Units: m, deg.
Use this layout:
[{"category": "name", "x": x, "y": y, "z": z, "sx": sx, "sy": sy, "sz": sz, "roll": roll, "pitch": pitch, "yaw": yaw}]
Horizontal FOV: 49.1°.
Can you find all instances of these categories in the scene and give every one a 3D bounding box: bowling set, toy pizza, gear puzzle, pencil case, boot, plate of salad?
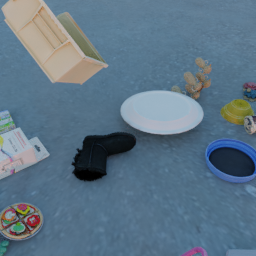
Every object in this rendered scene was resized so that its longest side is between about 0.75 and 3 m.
[{"category": "bowling set", "x": 2.864, "y": -1.739, "z": 11.331, "sx": 1.351, "sy": 1.942, "sz": 1.042, "roll": 14, "pitch": 34, "yaw": -40}, {"category": "toy pizza", "x": -2.674, "y": 2.279, "z": 6.999, "sx": 1.093, "sy": 0.173, "sz": 1.093, "roll": 13, "pitch": 34, "yaw": -9}, {"category": "gear puzzle", "x": 6.138, "y": -1.426, "z": 11.550, "sx": 2.620, "sy": 0.343, "sz": 1.357, "roll": 11, "pitch": 41, "yaw": 13}, {"category": "pencil case", "x": 4.887, "y": -0.175, "z": 9.811, "sx": 1.638, "sy": 0.637, "sz": 0.733, "roll": -7, "pitch": 22, "yaw": -9}, {"category": "boot", "x": -0.721, "y": 0.857, "z": 8.534, "sx": 1.886, "sy": 0.698, "sz": 1.546, "roll": -2, "pitch": 37, "yaw": 8}, {"category": "plate of salad", "x": 1.211, "y": -0.544, "z": 10.210, "sx": 2.964, "sy": 0.712, "sz": 2.964, "roll": 0, "pitch": 35, "yaw": 0}]

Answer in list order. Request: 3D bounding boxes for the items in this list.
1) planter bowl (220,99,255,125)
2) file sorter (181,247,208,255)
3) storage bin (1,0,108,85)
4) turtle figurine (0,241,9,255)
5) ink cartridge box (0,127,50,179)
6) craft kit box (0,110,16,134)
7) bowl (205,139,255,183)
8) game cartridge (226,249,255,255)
[{"category": "planter bowl", "x": 4.196, "y": -0.718, "z": 10.559, "sx": 1.285, "sy": 0.535, "sz": 1.285, "roll": 0, "pitch": 40, "yaw": 0}, {"category": "file sorter", "x": 1.430, "y": 3.302, "z": 3.644, "sx": 2.840, "sy": 1.781, "sz": 1.974, "roll": 37, "pitch": 36, "yaw": -2}, {"category": "storage bin", "x": -2.045, "y": -2.606, "z": 8.396, "sx": 1.176, "sy": 2.491, "sz": 2.509, "roll": -37, "pitch": 1, "yaw": 12}, {"category": "turtle figurine", "x": -3.455, "y": 1.885, "z": 6.059, "sx": 1.132, "sy": 2.249, "sz": 1.683, "roll": -10, "pitch": 44, "yaw": 13}, {"category": "ink cartridge box", "x": -3.664, "y": 0.751, "z": 8.647, "sx": 2.102, "sy": 0.709, "sz": 1.224, "roll": -25, "pitch": 46, "yaw": -27}, {"category": "craft kit box", "x": -4.734, "y": -0.171, "z": 10.140, "sx": 1.054, "sy": 0.256, "sz": 1.041, "roll": -21, "pitch": 42, "yaw": -23}, {"category": "bowl", "x": 3.228, "y": 0.993, "z": 8.657, "sx": 1.669, "sy": 0.328, "sz": 1.669, "roll": 0, "pitch": 40, "yaw": 0}, {"category": "game cartridge", "x": 2.687, "y": 3.438, "z": 5.712, "sx": 1.247, "sy": 0.389, "sz": 1.872, "roll": -2, "pitch": 40, "yaw": 4}]
